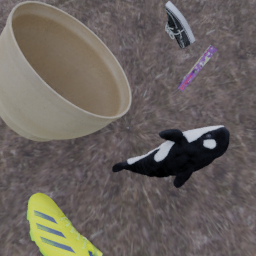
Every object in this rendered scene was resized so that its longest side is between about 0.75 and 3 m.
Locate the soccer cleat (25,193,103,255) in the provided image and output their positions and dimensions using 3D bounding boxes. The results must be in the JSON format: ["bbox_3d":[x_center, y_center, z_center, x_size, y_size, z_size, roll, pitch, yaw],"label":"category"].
[{"bbox_3d":[-1.015,2.287,5.227,1.084,0.838,2.591,-34,74,12],"label":"soccer cleat"}]

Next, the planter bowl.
[{"bbox_3d":[-1.552,-0.871,5.819,1.861,2.765,2.765,-37,70,30],"label":"planter bowl"}]

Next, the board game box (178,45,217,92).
[{"bbox_3d":[1.712,-1.497,6.971,0.201,0.748,1.247,36,112,-5],"label":"board game box"}]

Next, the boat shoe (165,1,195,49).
[{"bbox_3d":[0.866,-1.802,5.035,0.358,1.048,0.387,-38,59,13],"label":"boat shoe"}]

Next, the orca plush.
[{"bbox_3d":[0.729,0.644,4.918,2.170,1.142,0.772,-12,49,17],"label":"orca plush"}]
